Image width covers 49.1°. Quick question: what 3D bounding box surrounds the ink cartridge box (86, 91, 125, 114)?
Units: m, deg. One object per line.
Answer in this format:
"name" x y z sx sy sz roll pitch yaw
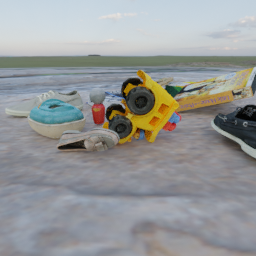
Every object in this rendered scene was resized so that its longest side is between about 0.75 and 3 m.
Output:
"ink cartridge box" -0.624 -1.071 11.110 1.474 0.581 2.964 -7 16 -24

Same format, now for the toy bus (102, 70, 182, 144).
"toy bus" 0.419 -0.244 6.742 1.677 1.746 1.185 30 15 -21

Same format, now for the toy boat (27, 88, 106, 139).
"toy boat" -1.599 -0.485 7.778 2.285 1.062 1.921 -14 21 -37

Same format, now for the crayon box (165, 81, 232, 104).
"crayon box" 3.313 -1.559 12.532 1.861 0.745 2.932 -10 18 -33

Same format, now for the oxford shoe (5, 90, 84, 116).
"oxford shoe" -2.941 -0.917 10.064 2.804 0.810 1.054 -12 22 -31

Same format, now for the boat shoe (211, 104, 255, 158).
"boat shoe" 2.700 -0.061 6.215 1.018 0.903 2.724 16 15 -5

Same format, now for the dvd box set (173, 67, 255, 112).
"dvd box set" 3.089 -1.357 9.996 2.850 0.419 2.085 -10 22 37

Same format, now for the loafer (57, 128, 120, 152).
"loafer" -0.865 0.327 5.889 1.439 0.517 0.452 -1 40 29

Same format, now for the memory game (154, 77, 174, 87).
"memory game" 0.904 -1.975 13.563 2.775 0.177 2.775 -19 13 4
